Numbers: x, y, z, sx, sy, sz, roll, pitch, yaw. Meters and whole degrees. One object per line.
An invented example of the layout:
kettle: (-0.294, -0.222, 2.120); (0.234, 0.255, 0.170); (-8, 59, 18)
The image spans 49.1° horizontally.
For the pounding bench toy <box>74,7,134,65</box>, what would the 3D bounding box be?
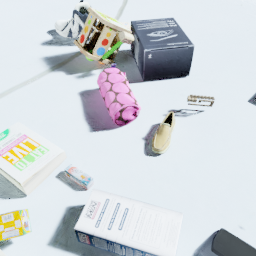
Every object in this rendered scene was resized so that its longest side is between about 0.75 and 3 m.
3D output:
pounding bench toy: (-0.918, -3.423, 11.404); (1.440, 1.809, 2.319); (7, 33, -42)

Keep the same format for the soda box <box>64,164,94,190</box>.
soda box: (-1.348, 1.343, 7.724); (0.860, 0.294, 0.274); (27, 50, 25)

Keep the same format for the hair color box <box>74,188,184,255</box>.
hair color box: (0.045, 2.298, 6.469); (2.254, 0.682, 1.127); (13, 46, 13)

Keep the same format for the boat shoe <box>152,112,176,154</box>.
boat shoe: (1.122, 0.093, 8.770); (0.577, 0.614, 1.611); (12, 46, 12)

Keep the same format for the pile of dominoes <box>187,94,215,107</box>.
pile of dominoes: (2.497, -0.978, 9.570); (0.916, 0.714, 0.146); (5, 67, 3)

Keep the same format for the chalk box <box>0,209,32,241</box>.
chalk box: (-2.446, 2.090, 6.088); (0.537, 0.860, 0.533); (-13, 76, -7)

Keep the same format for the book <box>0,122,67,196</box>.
book: (-3.080, 0.759, 8.141); (2.249, 0.540, 1.502); (25, 51, 30)

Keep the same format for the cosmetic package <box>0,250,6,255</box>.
cosmetic package: (-3.171, 2.658, 5.708); (2.409, 1.267, 0.856); (28, 49, 28)

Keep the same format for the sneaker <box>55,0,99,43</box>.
sneaker: (-2.395, -5.235, 13.301); (2.885, 1.877, 1.151); (29, 50, 26)

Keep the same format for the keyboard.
keyboard: (2.788, 3.175, 5.916); (2.317, 0.459, 1.206); (29, 28, 27)

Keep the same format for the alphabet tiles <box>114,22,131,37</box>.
alphabet tiles: (-0.541, -5.126, 14.444); (1.729, 0.126, 1.691); (7, 45, 6)

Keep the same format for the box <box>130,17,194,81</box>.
box: (1.300, -3.354, 11.699); (2.013, 1.419, 2.720); (-7, 45, -7)

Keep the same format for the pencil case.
pencil case: (-0.313, -1.152, 9.767); (1.127, 1.092, 2.405); (-7, 47, -16)
